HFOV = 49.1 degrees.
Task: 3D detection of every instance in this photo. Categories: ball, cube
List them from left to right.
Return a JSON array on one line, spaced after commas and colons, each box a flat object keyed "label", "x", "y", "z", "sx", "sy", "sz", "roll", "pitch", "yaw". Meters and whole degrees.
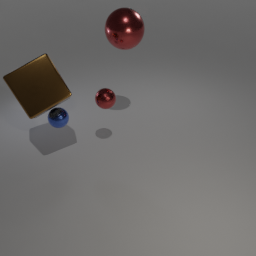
[{"label": "cube", "x": -2.711, "y": -1.227, "z": 8.617, "sx": 1.400, "sy": 1.400, "sz": 1.400, "roll": -33, "pitch": 10, "yaw": -10}, {"label": "ball", "x": -2.336, "y": -0.346, "z": 9.398, "sx": 0.700, "sy": 0.700, "sz": 0.700, "roll": 0, "pitch": 33, "yaw": 0}, {"label": "ball", "x": -0.748, "y": -0.976, "z": 9.316, "sx": 0.700, "sy": 0.700, "sz": 0.700, "roll": 0, "pitch": 33, "yaw": 0}, {"label": "ball", "x": -0.117, "y": -3.465, "z": 9.825, "sx": 1.400, "sy": 1.400, "sz": 1.400, "roll": 0, "pitch": 33, "yaw": 0}]
